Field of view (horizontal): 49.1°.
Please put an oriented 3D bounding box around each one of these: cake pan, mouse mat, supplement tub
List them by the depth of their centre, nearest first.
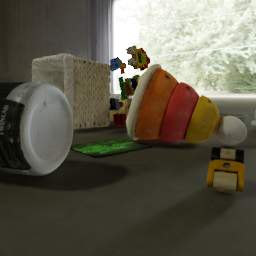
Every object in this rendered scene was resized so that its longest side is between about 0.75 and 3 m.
[{"bbox_3d":[-2.386,-0.036,4.938,2.508,1.537,1.537,4,9,20],"label":"supplement tub"},{"bbox_3d":[-0.444,0.449,6.794,1.752,0.066,1.409,-8,12,-40],"label":"mouse mat"},{"bbox_3d":[3.908,-0.405,11.626,1.956,0.359,1.956,0,8,0],"label":"cake pan"}]

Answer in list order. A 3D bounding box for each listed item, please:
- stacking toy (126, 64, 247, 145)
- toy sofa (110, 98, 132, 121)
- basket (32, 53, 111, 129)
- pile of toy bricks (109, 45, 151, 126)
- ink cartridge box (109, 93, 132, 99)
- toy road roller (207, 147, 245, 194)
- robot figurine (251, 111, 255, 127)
[{"bbox_3d":[1.596,-0.301,7.290,2.910,2.126,2.126,19,13,12],"label":"stacking toy"},{"bbox_3d":[-0.471,-0.784,12.000,2.456,1.017,1.198,8,7,43],"label":"toy sofa"},{"bbox_3d":[-2.081,-1.270,10.272,2.028,2.499,2.522,-4,9,-42],"label":"basket"},{"bbox_3d":[0.276,-1.398,10.510,1.633,2.943,1.453,-14,-10,43],"label":"pile of toy bricks"},{"bbox_3d":[-1.097,-1.359,14.990,2.284,0.963,1.668,1,8,25],"label":"ink cartridge box"},{"bbox_3d":[1.456,0.683,4.114,0.475,0.564,0.773,3,46,23],"label":"toy road roller"},{"bbox_3d":[4.986,-0.416,9.638,1.421,0.946,1.676,-24,5,8],"label":"robot figurine"}]
